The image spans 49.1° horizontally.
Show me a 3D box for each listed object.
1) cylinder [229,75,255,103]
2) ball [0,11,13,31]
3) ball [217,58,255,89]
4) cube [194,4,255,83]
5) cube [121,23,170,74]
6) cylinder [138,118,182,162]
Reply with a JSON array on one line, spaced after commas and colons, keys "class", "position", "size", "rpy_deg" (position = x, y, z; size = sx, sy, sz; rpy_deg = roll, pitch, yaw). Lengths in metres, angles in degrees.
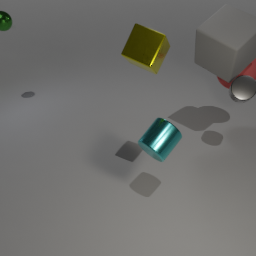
[{"class": "cylinder", "position": [3.293, -1.103, 8.050], "size": [0.700, 0.700, 0.700], "rpy_deg": [10, 1, 16]}, {"class": "ball", "position": [-4.590, -3.898, 10.209], "size": [0.700, 0.700, 0.700], "rpy_deg": [0, 30, 0]}, {"class": "ball", "position": [3.802, -2.019, 9.756], "size": [1.400, 1.400, 1.400], "rpy_deg": [0, 30, 0]}, {"class": "cube", "position": [3.005, -2.533, 8.427], "size": [1.400, 1.400, 1.400], "rpy_deg": [-42, 61, -15]}, {"class": "cube", "position": [0.388, -1.636, 5.873], "size": [0.700, 0.700, 0.700], "rpy_deg": [27, 6, 15]}, {"class": "cylinder", "position": [0.685, 0.254, 6.029], "size": [0.700, 0.700, 0.700], "rpy_deg": [29, 74, 40]}]
